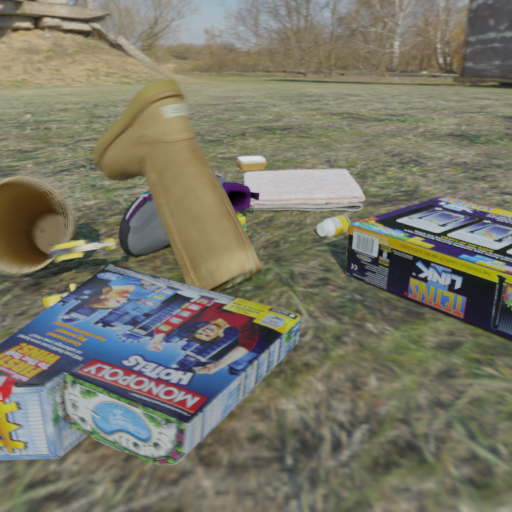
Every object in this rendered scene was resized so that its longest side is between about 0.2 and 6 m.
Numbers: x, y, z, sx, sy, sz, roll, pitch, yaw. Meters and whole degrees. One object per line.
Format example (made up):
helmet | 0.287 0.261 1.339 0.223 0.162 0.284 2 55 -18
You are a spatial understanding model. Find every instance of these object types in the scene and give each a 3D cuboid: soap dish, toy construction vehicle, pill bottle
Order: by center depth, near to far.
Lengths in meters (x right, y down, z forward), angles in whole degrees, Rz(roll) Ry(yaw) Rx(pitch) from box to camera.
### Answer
toy construction vehicle | -2.809 0.281 8.966 1.244 1.083 0.438 -8 -3 -31
pill bottle | 1.680 -0.636 12.214 0.713 0.399 0.399 -16 27 -33
soap dish | -0.153 -2.995 18.155 0.879 0.357 0.691 -6 23 -13

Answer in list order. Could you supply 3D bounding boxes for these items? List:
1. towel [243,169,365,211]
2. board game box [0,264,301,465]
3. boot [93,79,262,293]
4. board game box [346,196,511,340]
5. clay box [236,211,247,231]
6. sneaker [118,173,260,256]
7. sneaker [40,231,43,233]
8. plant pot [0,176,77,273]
towel | 1.181 -1.795 15.011 3.012 0.486 2.877 -1 23 -2
board game box | -1.595 1.349 6.467 3.187 0.983 3.185 13 26 28
boot | -1.472 -0.800 9.393 1.087 3.287 2.879 -20 -7 -33
board game box | 3.962 0.058 9.619 3.094 1.061 3.743 -15 26 -37
clay box | -0.791 -0.851 12.834 0.794 0.329 1.383 -10 23 -21
sneaker | -1.299 -0.916 11.471 1.420 1.207 3.244 14 35 31
sneaker | -5.029 -0.842 12.159 2.196 0.827 0.968 9 24 21
plant pot | -3.873 -0.452 9.977 1.586 1.586 1.702 -1 -5 -2
